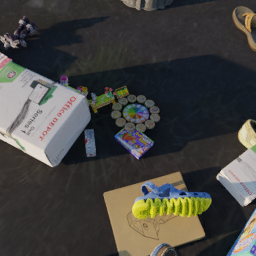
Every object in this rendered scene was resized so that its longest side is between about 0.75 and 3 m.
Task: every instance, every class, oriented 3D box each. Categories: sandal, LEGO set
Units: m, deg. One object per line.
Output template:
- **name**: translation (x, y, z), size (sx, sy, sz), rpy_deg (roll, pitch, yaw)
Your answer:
- **sandal**: translation (1.093, 1.730, 7.044), size (1.998, 0.794, 0.870), rpy_deg (2, 41, -6)
- **LEGO set**: translation (-1.172, -1.145, 8.839), size (2.364, 0.880, 1.087), rpy_deg (7, 61, 4)
- **sandal**: translation (4.713, -3.842, 10.521), size (0.949, 0.634, 2.323), rpy_deg (-6, 61, -4)

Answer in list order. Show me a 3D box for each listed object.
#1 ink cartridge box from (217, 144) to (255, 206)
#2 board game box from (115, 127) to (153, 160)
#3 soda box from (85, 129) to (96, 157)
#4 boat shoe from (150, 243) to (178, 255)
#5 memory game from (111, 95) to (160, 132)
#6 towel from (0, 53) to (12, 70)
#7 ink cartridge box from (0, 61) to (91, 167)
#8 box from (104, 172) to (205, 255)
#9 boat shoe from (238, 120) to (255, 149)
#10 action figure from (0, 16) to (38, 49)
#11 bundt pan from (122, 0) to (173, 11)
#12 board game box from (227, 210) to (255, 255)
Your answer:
- **ink cartridge box**: translation (3.326, 1.264, 7.628), size (1.441, 0.608, 1.053), rpy_deg (-31, 65, -16)
- **board game box**: translation (0.176, 0.376, 8.361), size (0.978, 0.219, 0.658), rpy_deg (39, 67, 20)
- **soda box**: translation (-1.117, 0.436, 8.276), size (0.273, 0.254, 0.801), rpy_deg (-4, 60, -8)
- **boat shoe**: translation (0.785, 3.656, 5.965), size (0.815, 0.816, 2.255), rpy_deg (33, 59, -27)
- **memory game**: translation (0.242, -0.486, 8.764), size (1.565, 0.100, 1.565), rpy_deg (3, 51, -4)
- **towel**: translation (-5.428, -2.131, 9.743), size (2.565, 0.384, 1.877), rpy_deg (29, 64, 19)
- **ink cartridge box**: translation (-2.828, -0.451, 8.265), size (2.826, 1.191, 2.064), rpy_deg (24, 63, 13)
- **box**: translation (0.644, 2.264, 7.282), size (2.202, 0.234, 1.800), rpy_deg (-14, 61, -9)
- **boat shoe**: translation (4.262, 0.623, 7.926), size (0.840, 0.724, 2.303), rpy_deg (-40, 68, -20)
- **action figure**: translation (-4.048, -3.412, 10.379), size (0.985, 0.525, 1.513), rpy_deg (31, 68, 9)
- **bundt pan**: translation (0.777, -6.131, 11.518), size (2.677, 1.005, 2.677), rpy_deg (2, 63, -4)
- **board game box**: translation (3.230, 2.212, 6.446), size (0.515, 1.742, 2.290), rpy_deg (37, 67, 19)
